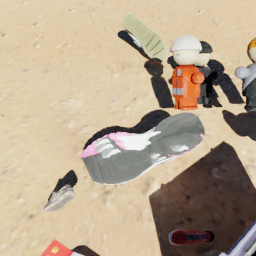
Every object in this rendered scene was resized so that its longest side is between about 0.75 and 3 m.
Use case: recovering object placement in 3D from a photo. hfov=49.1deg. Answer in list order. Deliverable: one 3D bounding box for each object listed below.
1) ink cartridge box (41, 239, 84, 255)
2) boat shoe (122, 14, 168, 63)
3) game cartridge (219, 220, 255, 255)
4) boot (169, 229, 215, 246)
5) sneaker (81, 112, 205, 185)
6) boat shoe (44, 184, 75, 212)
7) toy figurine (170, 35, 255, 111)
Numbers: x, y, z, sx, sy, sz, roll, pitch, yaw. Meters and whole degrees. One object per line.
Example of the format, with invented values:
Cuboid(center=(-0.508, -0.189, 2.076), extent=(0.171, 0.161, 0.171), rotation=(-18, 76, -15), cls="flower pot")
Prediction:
Cuboid(center=(-1.272, 2.840, 5.300), extent=(1.353, 0.339, 1.089), rotation=(26, 50, 21), cls="ink cartridge box")
Cuboid(center=(0.685, -3.357, 10.522), extent=(0.810, 0.741, 2.167), rotation=(-41, 95, 8), cls="boat shoe")
Cuboid(center=(2.076, 2.050, 4.736), extent=(2.982, 1.933, 0.572), rotation=(-30, 56, -30), cls="game cartridge")
Cuboid(center=(1.257, 2.120, 5.462), extent=(0.825, 0.595, 0.299), rotation=(7, 68, -29), cls="boot")
Cuboid(center=(0.407, 0.633, 6.928), extent=(2.985, 1.289, 1.199), rotation=(-16, 76, 7), cls="sneaker")
Cuboid(center=(-1.482, 1.515, 6.033), extent=(0.869, 0.324, 0.319), rotation=(-35, 53, 17), cls="boat shoe")
Cuboid(center=(2.579, -1.508, 7.425), extent=(2.692, 1.902, 2.734), rotation=(3, 10, 28), cls="toy figurine")
